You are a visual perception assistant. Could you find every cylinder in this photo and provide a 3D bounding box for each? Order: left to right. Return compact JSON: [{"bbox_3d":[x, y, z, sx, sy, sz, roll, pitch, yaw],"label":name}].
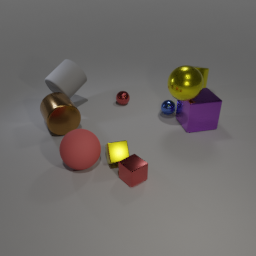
[{"bbox_3d":[-2.863,-0.619,11.816,1.400,1.400,1.400,-15,34,-23],"label":"cylinder"},{"bbox_3d":[-2.867,-2.216,13.005,1.400,1.400,1.400,25,66,35],"label":"cylinder"},{"bbox_3d":[3.417,-2.485,14.622,1.400,1.400,1.400,5,16,-1],"label":"cylinder"}]

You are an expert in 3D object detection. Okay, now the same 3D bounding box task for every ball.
[{"bbox_3d":[-1.630,0.725,9.599,1.400,1.400,1.400,0,31,0],"label":"ball"},{"bbox_3d":[-0.258,-1.509,14.005,0.700,0.700,0.700,0,31,0],"label":"ball"},{"bbox_3d":[1.884,-0.967,13.090,0.700,0.700,0.700,0,31,0],"label":"ball"},{"bbox_3d":[2.256,-1.760,11.042,1.400,1.400,1.400,0,31,0],"label":"ball"}]

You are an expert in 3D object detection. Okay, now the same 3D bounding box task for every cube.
[{"bbox_3d":[-0.379,0.851,9.829,0.700,0.700,0.700,-8,-7,-13],"label":"cube"},{"bbox_3d":[0.171,1.397,9.189,0.700,0.700,0.700,-23,38,-33],"label":"cube"},{"bbox_3d":[3.009,-0.795,12.126,1.400,1.400,1.400,-7,32,-11],"label":"cube"}]
